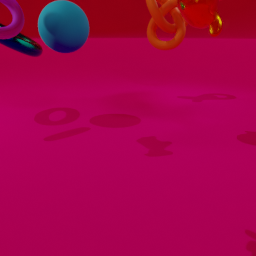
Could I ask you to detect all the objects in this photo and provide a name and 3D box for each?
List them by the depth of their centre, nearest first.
[{"bbox_3d":[1.588,-2.603,5.666,1.094,1.521,0.917,-34,-1,31],"label":"monkey head"},{"bbox_3d":[-2.885,-2.504,6.083,1.221,1.221,0.244,-16,-6,-39],"label":"ring"},{"bbox_3d":[-1.634,-2.570,7.165,1.275,1.275,1.275,0,19,0],"label":"ball"},{"bbox_3d":[-3.204,-2.471,7.646,1.798,0.360,1.798,28,11,-6],"label":"ring"},{"bbox_3d":[1.305,-3.885,9.603,1.904,2.034,0.940,40,-5,-25],"label":"knot shape"}]
